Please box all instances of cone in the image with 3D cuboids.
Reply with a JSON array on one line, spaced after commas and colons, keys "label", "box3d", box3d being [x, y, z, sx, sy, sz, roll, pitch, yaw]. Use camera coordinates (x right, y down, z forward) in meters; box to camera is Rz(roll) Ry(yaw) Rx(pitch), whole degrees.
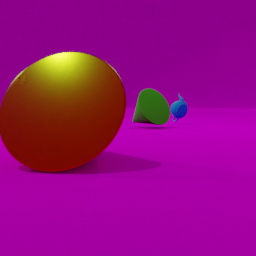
[{"label": "cone", "box3d": [0.494, -0.436, 9.107, 1.245, 1.245, 1.250, -3, -20, -37]}, {"label": "cone", "box3d": [-0.646, 0.036, 3.817, 1.492, 1.492, 1.497, 1, -22, 10]}]

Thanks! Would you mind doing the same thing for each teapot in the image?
[{"label": "teapot", "box3d": [1.962, -0.775, 10.917, 0.704, 1.133, 0.555, 6, 13, -32]}]
